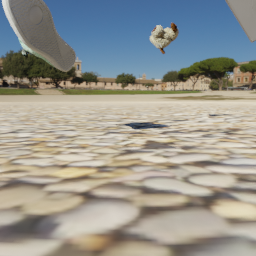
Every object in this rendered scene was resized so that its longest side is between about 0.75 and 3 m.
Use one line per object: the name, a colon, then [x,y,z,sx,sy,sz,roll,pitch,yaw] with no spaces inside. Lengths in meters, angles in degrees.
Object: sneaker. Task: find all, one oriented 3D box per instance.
sneaker: [-1.925,-1.870,5.294,1.210,0.755,2.052,27,-12,22]

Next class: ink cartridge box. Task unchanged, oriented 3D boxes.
ink cartridge box: [2.160,-3.060,5.276,0.976,2.341,1.700,-27,-43,32]

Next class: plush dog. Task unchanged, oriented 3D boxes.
plush dog: [1.247,-2.912,8.947,0.857,0.800,0.997,-34,-1,-1]
